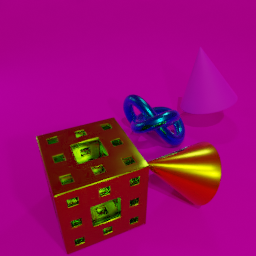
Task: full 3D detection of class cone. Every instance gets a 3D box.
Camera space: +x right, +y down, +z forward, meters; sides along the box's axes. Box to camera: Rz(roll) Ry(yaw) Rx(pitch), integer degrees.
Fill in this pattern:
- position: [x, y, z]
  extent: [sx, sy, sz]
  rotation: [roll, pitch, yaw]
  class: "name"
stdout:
- position: [1.850, -1.266, 6.782]
  extent: [1.396, 1.401, 1.396]
  rotation: [-13, 25, 6]
  class: "cone"
- position: [0.780, 0.707, 4.872]
  extent: [1.158, 1.153, 1.153]
  rotation: [12, 32, -20]
  class: "cone"

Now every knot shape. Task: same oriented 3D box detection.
- position: [0.508, -0.227, 6.426]
  extent: [1.546, 0.763, 1.652]
  rotation: [26, 8, 31]
  class: "knot shape"

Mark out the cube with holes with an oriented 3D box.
- position: [-0.598, 0.892, 4.697]
  extent: [1.383, 1.383, 1.383]
  rotation: [-15, 39, -19]
  class: "cube with holes"
